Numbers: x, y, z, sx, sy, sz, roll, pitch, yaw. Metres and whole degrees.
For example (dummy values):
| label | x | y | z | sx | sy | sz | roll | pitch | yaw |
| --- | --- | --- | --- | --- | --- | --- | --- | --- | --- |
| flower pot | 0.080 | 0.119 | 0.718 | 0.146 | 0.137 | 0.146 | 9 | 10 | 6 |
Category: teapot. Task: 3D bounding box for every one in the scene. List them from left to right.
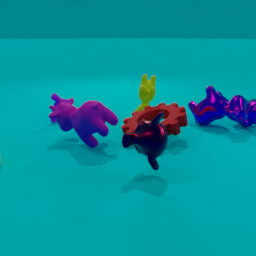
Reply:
| label | x | y | z | sx | sy | sz | roll | pitch | yaw |
| --- | --- | --- | --- | --- | --- | --- | --- | --- | --- |
| teapot | 3.684 | -0.400 | 8.353 | 0.939 | 0.739 | 1.510 | -37 | -1 | -7 |

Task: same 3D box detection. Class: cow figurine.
| label | x | y | z | sx | sy | sz | roll | pitch | yaw |
| --- | --- | --- | --- | --- | --- | --- | --- | --- | --- |
| cow figurine | -1.174 | -0.296 | 6.997 | 1.615 | 1.641 | 0.901 | 44 | 55 | 0 |
| cow figurine | 0.584 | -0.981 | 8.985 | 0.643 | 1.152 | 1.171 | 8 | 53 | 2 |
| cow figurine | 2.684 | -0.494 | 8.271 | 0.888 | 1.617 | 1.591 | 22 | 38 | -41 |

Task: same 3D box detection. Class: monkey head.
| label | x | y | z | sx | sy | sz | roll | pitch | yaw |
| --- | --- | --- | --- | --- | --- | --- | --- | --- | --- |
| monkey head | -2.258 | -0.693 | 9.090 | 0.797 | 0.668 | 1.108 | 39 | 32 | -18 |
| monkey head | 0.362 | 0.239 | 5.476 | 0.716 | 1.188 | 0.855 | 14 | 16 | 39 |

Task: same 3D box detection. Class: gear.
| label | x | y | z | sx | sy | sz | roll | pitch | yaw |
| --- | --- | --- | --- | --- | --- | --- | --- | --- | --- |
| gear | 0.707 | -0.158 | 7.544 | 1.742 | 0.322 | 1.742 | -15 | 25 | 7 |
